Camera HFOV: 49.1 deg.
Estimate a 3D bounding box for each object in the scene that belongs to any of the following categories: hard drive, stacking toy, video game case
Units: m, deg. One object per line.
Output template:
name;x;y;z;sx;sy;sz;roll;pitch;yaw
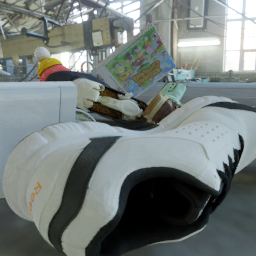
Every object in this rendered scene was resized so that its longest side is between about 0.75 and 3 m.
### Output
hard drive;-1.501;0.193;2.734;1.954;1.289;0.261;-7;33;-31
stacking toy;-2.816;-2.080;10.640;1.746;2.389;1.746;-28;-6;-3
video game case;0.389;-2.445;11.308;2.481;2.726;0.301;45;11;-49

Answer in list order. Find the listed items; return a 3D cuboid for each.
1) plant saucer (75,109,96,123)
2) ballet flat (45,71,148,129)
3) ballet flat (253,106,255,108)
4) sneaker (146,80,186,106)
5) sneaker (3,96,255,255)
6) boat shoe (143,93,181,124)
plant saucer;-0.808;0.089;4.430;0.800;0.800;0.201;-10;-15;-43
ballet flat;-0.588;-0.668;6.431;2.608;0.953;0.953;21;4;-20
ballet flat;3.372;0.026;5.564;2.145;0.770;0.770;9;14;22
sneaker;1.336;-0.844;7.917;0.749;1.201;2.036;44;-9;-26
sneaker;0.542;0.411;2.557;2.937;1.082;1.175;-14;24;-33
boat shoe;0.823;-0.255;5.698;0.687;0.689;1.909;35;6;9
